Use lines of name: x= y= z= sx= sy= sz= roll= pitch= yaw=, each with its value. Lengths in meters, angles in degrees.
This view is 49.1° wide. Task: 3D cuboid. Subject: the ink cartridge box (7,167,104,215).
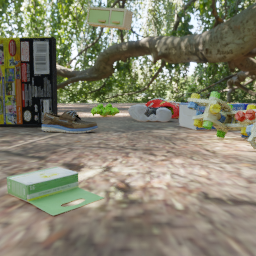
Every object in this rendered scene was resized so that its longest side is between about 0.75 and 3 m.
ink cartridge box: x=-0.708 y=0.571 z=2.708 sx=0.810 sy=0.194 sz=0.590 roll=3 pitch=7 yaw=42

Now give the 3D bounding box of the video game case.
video game case: x=-3.537 y=-1.444 z=8.922 sx=2.545 sy=2.816 sz=0.359 roll=0 pitch=5 yaw=4

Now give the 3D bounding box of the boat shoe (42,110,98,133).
boat shoe: x=-1.621 y=-0.182 z=7.672 sx=1.630 sy=0.590 sz=0.589 roll=1 pitch=6 yaw=10

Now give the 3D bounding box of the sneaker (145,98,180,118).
sneaker: x=1.558 y=-0.916 z=13.177 sx=2.397 sy=0.923 sz=1.018 roll=6 pitch=13 yaw=45

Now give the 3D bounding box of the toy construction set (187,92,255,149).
toy construction set: x=2.349 y=-0.194 z=5.785 sx=1.465 sy=1.029 sz=2.234 roll=23 pitch=4 yaw=-25

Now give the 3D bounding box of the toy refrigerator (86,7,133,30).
toy refrigerator: x=-0.384 y=-2.204 z=5.614 sx=0.915 sy=0.347 sz=0.320 roll=16 pitch=14 yaw=26

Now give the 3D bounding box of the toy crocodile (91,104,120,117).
toy crocodile: x=-1.098 y=-0.837 z=14.159 sx=0.615 sy=0.563 sz=1.823 roll=48 pitch=28 yaw=22

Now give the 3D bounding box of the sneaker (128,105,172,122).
sneaker: x=0.929 y=-0.582 z=11.276 sx=1.737 sy=0.655 sz=0.988 roll=8 pitch=7 yaw=15

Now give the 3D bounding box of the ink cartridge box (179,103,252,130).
ink cartridge box: x=2.843 y=-0.395 z=8.831 sx=2.109 sy=0.805 sz=1.439 roll=1 pitch=6 yaw=-11
